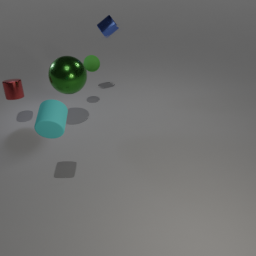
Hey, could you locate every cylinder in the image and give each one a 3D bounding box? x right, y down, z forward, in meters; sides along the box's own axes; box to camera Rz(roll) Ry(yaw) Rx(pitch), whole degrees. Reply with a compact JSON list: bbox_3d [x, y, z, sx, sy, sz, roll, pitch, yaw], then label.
[{"bbox_3d":[-0.869,-4.397,12.145,0.700,0.700,0.700,-36,32,11],"label":"cylinder"},{"bbox_3d":[-1.869,-0.217,6.860,0.700,0.700,0.700,0,50,-1],"label":"cylinder"},{"bbox_3d":[-4.487,-1.521,10.976,0.700,0.700,0.700,-3,21,1],"label":"cylinder"}]

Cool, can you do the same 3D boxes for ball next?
[{"bbox_3d":[-1.534,-2.731,11.864,0.700,0.700,0.700,0,32,0],"label":"ball"},{"bbox_3d":[-2.216,-1.946,10.338,1.400,1.400,1.400,0,32,0],"label":"ball"}]
